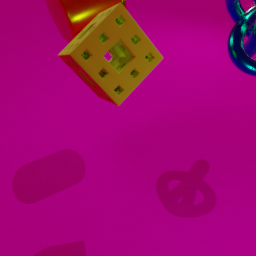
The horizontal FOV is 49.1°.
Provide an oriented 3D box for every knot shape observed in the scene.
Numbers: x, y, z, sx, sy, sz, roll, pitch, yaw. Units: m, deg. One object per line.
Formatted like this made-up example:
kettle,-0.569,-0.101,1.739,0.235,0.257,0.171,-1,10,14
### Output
knot shape,2.612,-1.885,5.828,0.911,1.972,1.846,-8,65,31

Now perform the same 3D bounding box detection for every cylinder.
cylinder,-0.929,-2.694,6.096,1.340,1.340,1.340,-30,50,-15

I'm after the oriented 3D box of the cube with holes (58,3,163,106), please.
cube with holes,-0.290,-1.057,4.149,0.950,0.950,0.950,-47,25,-6
